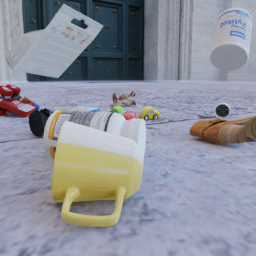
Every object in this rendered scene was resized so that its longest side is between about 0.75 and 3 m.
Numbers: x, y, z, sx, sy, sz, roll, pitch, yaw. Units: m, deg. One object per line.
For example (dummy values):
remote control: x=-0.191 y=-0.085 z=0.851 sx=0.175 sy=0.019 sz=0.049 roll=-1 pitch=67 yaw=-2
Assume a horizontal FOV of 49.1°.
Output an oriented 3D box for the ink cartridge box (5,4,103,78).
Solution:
ink cartridge box: x=-2.040 y=-2.444 z=7.930 sx=2.302 sy=0.544 sz=1.842 roll=-42 pitch=-16 yaw=22

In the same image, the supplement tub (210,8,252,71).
supplement tub: x=3.289 y=-2.828 z=8.905 sx=1.158 sy=1.755 sz=1.158 roll=13 pitch=-30 yaw=8

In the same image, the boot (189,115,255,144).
boot: x=3.179 y=0.038 z=9.000 sx=2.173 sy=0.833 sz=1.687 roll=-21 pitch=19 yaw=-41

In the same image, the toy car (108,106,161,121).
toy car: x=-0.029 y=-0.645 z=12.299 sx=2.303 sy=0.546 sz=2.447 roll=10 pitch=15 yaw=37

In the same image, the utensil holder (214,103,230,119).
utensil holder: x=4.300 y=-0.802 z=12.744 sx=0.687 sy=0.687 sz=0.808 roll=5 pitch=11 yaw=21

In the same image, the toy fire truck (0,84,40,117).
toy fire truck: x=-5.434 y=-1.175 z=13.756 sx=1.913 sy=1.277 sz=2.278 roll=24 pitch=13 yaw=-3

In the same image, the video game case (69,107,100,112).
video game case: x=-2.341 y=-0.893 z=14.402 sx=1.163 sy=0.145 sz=1.624 roll=6 pitch=13 yaw=25

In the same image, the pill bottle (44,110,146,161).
pill bottle: x=-0.728 y=0.248 z=6.562 sx=2.177 sy=1.267 sz=1.267 roll=4 pitch=13 yaw=12

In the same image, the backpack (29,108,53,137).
backpack: x=-2.900 y=-0.205 z=9.556 sx=0.735 sy=0.969 sz=1.161 roll=-3 pitch=6 yaw=6

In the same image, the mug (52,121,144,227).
mug: x=-0.497 y=0.803 z=4.788 sx=1.393 sy=1.697 sz=1.359 roll=8 pitch=-21 yaw=-6

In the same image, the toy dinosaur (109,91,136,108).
toy dinosaur: x=-0.290 y=-1.690 z=16.512 sx=1.439 sy=0.911 sz=2.123 roll=-5 pitch=6 yaw=7
